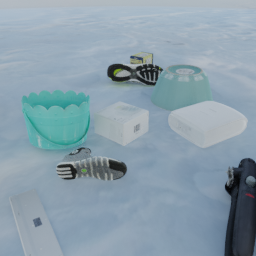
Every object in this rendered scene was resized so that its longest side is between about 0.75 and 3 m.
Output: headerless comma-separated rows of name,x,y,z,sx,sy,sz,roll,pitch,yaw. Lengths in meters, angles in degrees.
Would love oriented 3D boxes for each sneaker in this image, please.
sneaker,-0.827,0.763,6.755,1.648,0.618,0.952,0,26,3
sneaker,0.392,-2.393,12.233,2.569,0.949,1.040,7,12,-3

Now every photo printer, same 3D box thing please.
photo printer,2.450,-0.204,8.427,1.935,0.672,1.610,-16,32,-26

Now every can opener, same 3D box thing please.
can opener,2.206,1.455,5.243,1.019,0.822,2.593,14,31,22

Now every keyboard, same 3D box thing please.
keyboard,-1.800,1.835,5.333,0.570,0.108,2.025,-10,30,-29

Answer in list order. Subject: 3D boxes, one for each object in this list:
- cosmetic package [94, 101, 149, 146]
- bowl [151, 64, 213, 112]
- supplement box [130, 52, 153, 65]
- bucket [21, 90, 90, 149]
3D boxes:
cosmetic package,-0.193,-0.182,8.351,1.179,0.724,1.175,20,34,35
bowl,2.025,-1.586,10.404,2.352,1.230,2.352,-1,29,1
supplement box,0.637,-2.955,13.145,0.664,0.989,0.988,19,34,31
bucket,-1.939,-0.272,7.751,1.884,1.226,1.884,2,21,-1
